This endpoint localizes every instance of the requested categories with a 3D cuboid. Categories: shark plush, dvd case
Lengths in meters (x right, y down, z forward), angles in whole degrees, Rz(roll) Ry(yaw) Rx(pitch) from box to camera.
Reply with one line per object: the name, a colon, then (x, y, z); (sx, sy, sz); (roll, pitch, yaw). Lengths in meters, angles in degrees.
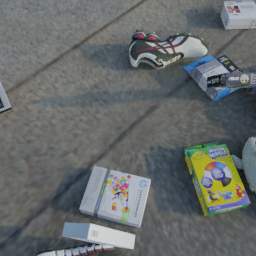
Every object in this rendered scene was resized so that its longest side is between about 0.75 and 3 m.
shark plush: (3.928, 1.343, 7.657); (1.076, 1.174, 2.584); (4, 48, -34)
dvd case: (-4.821, -0.765, 9.242); (1.694, 0.209, 1.273); (-26, 62, -15)

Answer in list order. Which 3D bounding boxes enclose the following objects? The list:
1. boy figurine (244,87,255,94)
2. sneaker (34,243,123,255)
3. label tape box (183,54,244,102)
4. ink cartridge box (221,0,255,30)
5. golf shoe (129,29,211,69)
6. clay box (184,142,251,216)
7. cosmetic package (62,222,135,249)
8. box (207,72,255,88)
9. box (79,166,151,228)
boy figurine: (5.131, -0.660, 8.751); (1.823, 0.944, 2.931); (-31, 65, -13)
sneaker: (-1.109, 3.406, 6.506); (2.148, 0.813, 1.241); (-10, 66, 1)
label tape box: (2.986, -1.950, 9.736); (1.305, 0.573, 1.810); (-27, 63, -15)
ink cartridge box: (4.514, -4.590, 11.317); (1.308, 0.548, 1.148); (-2, 59, -1)
golf shoe: (1.457, -2.676, 10.052); (2.863, 1.105, 1.261); (5, 77, 8)
clay box: (2.408, 1.289, 7.853); (1.177, 0.488, 2.049); (-10, 61, -7)
cosmetic package: (-0.593, 2.212, 5.753); (0.908, 1.205, 0.311); (-19, 52, 43)
box: (3.218, -1.340, 7.953); (1.560, 1.257, 0.383); (-1, 97, -7)
box: (-0.327, 1.840, 7.621); (1.658, 0.341, 1.292); (13, 60, 7)
